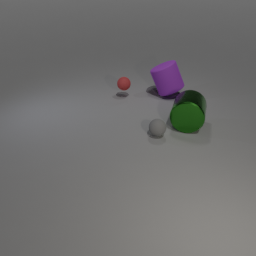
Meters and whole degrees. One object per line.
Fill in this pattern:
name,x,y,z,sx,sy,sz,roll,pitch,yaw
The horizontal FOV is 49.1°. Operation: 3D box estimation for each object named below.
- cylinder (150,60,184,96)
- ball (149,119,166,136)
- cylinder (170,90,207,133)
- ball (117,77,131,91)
cylinder,2.038,-2.587,14.528,1.400,1.400,1.400,-22,20,9
ball,1.171,-0.023,11.119,0.700,0.700,0.700,0,29,0
cylinder,2.546,-0.710,11.752,1.400,1.400,1.400,8,30,14
ball,-0.211,-2.283,14.422,0.700,0.700,0.700,0,29,0
